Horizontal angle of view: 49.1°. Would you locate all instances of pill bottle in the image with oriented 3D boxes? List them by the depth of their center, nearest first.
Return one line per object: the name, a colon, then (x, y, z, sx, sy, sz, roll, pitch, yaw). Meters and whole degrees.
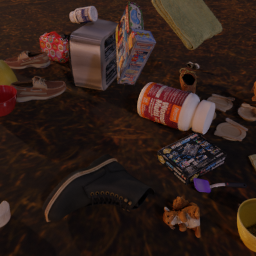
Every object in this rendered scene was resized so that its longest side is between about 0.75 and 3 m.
pill bottle: (1.761, -0.721, 10.352, 2.573, 1.410, 1.410, 21, 42, 26)
pill bottle: (-1.926, -4.841, 12.055, 1.123, 0.623, 0.623, 2, 36, 26)

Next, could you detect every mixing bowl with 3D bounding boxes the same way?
mixing bowl: (-5.147, -0.991, 11.209, 1.530, 0.828, 1.530, -1, 37, 0)

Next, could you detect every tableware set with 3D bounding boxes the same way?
tableware set: (3.853, -0.536, 11.034, 2.329, 0.323, 2.788, 29, 46, 32)

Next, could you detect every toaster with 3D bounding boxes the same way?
toaster: (-1.512, -3.350, 12.813, 1.690, 2.576, 2.849, 13, 40, 16)

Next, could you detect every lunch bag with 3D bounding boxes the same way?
lunch bag: (-3.916, -4.395, 15.018, 1.749, 1.540, 0.716, 18, 41, 22)

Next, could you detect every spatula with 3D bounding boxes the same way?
spatula: (2.733, 1.696, 8.264, 1.601, 0.165, 0.452, 0, 47, -2)

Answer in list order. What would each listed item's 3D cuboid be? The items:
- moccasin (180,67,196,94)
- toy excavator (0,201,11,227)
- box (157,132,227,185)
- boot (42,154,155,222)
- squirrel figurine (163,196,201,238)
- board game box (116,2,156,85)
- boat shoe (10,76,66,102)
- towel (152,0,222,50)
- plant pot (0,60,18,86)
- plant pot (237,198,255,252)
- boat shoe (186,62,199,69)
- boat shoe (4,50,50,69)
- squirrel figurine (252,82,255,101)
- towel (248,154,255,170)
moccasin: (2.732, -2.236, 12.789, 0.812, 0.857, 2.220, 8, 38, 11)
toy excavator: (-4.508, 2.138, 7.106, 2.177, 1.118, 2.239, 28, 37, 30)
box: (2.059, 0.928, 9.063, 1.775, 0.408, 1.411, -23, 43, -27)
boot: (-0.698, 1.868, 7.454, 1.842, 1.032, 2.663, 31, 48, 27)
squirrel figurine: (1.386, 2.262, 7.283, 0.919, 0.697, 0.984, -3, 22, 13)
board game box: (0.168, -2.386, 7.768, 0.565, 1.831, 1.832, 1, 78, -18)
boat shoe: (-3.893, -1.765, 12.175, 2.400, 0.861, 0.909, -14, 40, -17)
towel: (2.246, -4.251, 10.567, 1.861, 0.458, 2.508, -35, 82, -18)
plant pot: (-5.507, -2.076, 12.296, 1.053, 1.483, 1.483, 36, 41, -6)
plant pot: (3.175, 2.460, 6.693, 1.237, 0.878, 1.237, 0, 36, 0)
boat shoe: (3.353, -3.223, 14.571, 0.251, 0.279, 0.788, -23, 36, -27)
boat shoe: (-5.276, -3.634, 14.611, 2.330, 0.836, 0.882, -6, 38, -7)
squirrel figurine: (5.591, -1.097, 10.707, 1.740, 1.319, 1.865, 11, 57, -39)
towel: (4.548, 1.147, 8.949, 1.169, 0.213, 0.867, -2, 39, -2)
